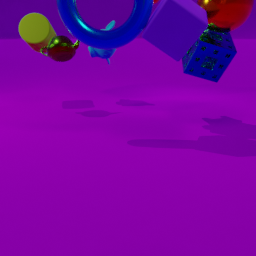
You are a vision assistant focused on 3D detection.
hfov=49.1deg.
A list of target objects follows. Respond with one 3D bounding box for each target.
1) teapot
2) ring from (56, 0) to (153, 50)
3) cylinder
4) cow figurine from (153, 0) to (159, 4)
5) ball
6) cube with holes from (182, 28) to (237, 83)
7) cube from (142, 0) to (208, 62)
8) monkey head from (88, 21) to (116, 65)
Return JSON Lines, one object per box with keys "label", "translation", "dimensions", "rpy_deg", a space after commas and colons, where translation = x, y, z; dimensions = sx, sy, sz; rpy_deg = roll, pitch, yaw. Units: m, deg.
{"label": "teapot", "translation": [-2.028, -2.513, 8.671], "dimensions": [1.430, 0.700, 0.889], "rpy_deg": [-13, -14, 4]}
{"label": "ring", "translation": [-0.493, -2.720, 5.922], "dimensions": [2.057, 2.057, 0.411], "rpy_deg": [1, 21, 2]}
{"label": "cylinder", "translation": [-3.081, -3.249, 9.675], "dimensions": [1.039, 1.039, 1.039], "rpy_deg": [-1, -2, -2]}
{"label": "cow figurine", "translation": [0.796, -3.907, 7.151], "dimensions": [1.408, 0.773, 1.385], "rpy_deg": [-25, -17, -14]}
{"label": "ball", "translation": [2.210, -2.834, 6.423], "dimensions": [1.243, 1.243, 1.243], "rpy_deg": [0, 19, 0]}
{"label": "cube with holes", "translation": [2.017, -1.927, 7.164], "dimensions": [0.951, 0.951, 0.951], "rpy_deg": [14, 46, -9]}
{"label": "cube", "translation": [1.001, -2.219, 5.975], "dimensions": [0.966, 0.966, 0.966], "rpy_deg": [31, 38, -12]}
{"label": "monkey head", "translation": [-0.939, -3.110, 10.050], "dimensions": [1.015, 1.685, 1.212], "rpy_deg": [-4, 46, -17]}
